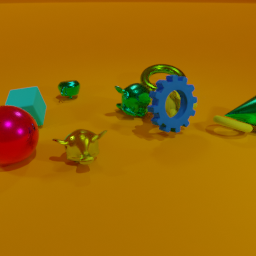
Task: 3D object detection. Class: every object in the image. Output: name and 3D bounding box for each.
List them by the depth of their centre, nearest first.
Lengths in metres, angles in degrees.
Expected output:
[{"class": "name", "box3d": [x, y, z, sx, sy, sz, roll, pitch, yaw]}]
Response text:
[{"class": "monkey head", "box3d": [-1.019, 0.411, 6.293, 1.264, 0.762, 0.909, -9, 9, -15]}, {"class": "ball", "box3d": [-2.706, 0.157, 6.310, 1.341, 1.341, 1.341, 0, 27, 0]}, {"class": "gear", "box3d": [1.185, -0.623, 7.338, 1.474, 1.474, 0.273, -17, 19, -30]}, {"class": "ring", "box3d": [2.879, -0.116, 7.734, 1.063, 0.213, 1.063, 16, 7, -2]}, {"class": "cone", "box3d": [3.299, -0.424, 7.812, 1.191, 1.186, 1.186, -7, 25, 13]}, {"class": "cube", "box3d": [-2.906, -0.583, 8.018, 0.818, 0.818, 0.818, -8, 47, 3]}, {"class": "monkey head", "box3d": [1.304, -0.775, 8.200, 1.240, 1.039, 1.724, -23, 6, -1]}, {"class": "monkey head", "box3d": [0.143, -0.935, 8.824, 1.685, 1.015, 1.212, -1, 13, -39]}, {"class": "teapot", "box3d": [-2.114, -1.411, 10.241, 0.820, 0.646, 1.319, 0, 18, 17]}, {"class": "ring", "box3d": [1.367, -1.842, 10.789, 1.827, 0.365, 1.827, 1, 49, -1]}]
